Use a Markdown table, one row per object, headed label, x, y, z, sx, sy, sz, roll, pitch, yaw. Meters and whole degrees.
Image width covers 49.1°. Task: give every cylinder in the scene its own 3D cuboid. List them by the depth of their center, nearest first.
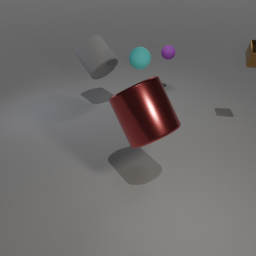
| label | x | y | z | sx | sy | sz | roll | pitch | yaw |
| --- | --- | --- | --- | --- | --- | --- | --- | --- | --- |
| cylinder | 0.427 | -0.395 | 7.133 | 1.400 | 1.400 | 1.400 | -25 | 3 | 1 |
| cylinder | -1.385 | -3.124 | 12.429 | 1.400 | 1.400 | 1.400 | -27 | 78 | -38 |

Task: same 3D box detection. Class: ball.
| label | x | y | z | sx | sy | sz | roll | pitch | yaw |
| --- | --- | --- | --- | --- | --- | --- | --- | --- | --- |
| ball | 0.381 | -2.233 | 8.963 | 0.700 | 0.700 | 0.700 | 0 | 31 | 0 |
| ball | 2.004 | -3.748 | 13.899 | 0.700 | 0.700 | 0.700 | 0 | 31 | 0 |

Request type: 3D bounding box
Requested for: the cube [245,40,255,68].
| label | x | y | z | sx | sy | sz | roll | pitch | yaw |
| --- | --- | --- | --- | --- | --- | --- | --- | --- | --- |
| cube | 4.675 | -2.639 | 10.023 | 0.700 | 0.700 | 0.700 | 6 | 62 | 7 |
